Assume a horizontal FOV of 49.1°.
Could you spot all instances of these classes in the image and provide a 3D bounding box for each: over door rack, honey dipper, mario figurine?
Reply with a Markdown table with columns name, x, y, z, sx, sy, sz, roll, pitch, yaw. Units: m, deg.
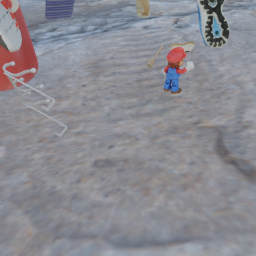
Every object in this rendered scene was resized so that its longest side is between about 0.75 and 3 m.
| name | x | y | z | sx | sy | sz | roll | pitch | yaw |
| --- | --- | --- | --- | --- | --- | --- | --- | --- | --- |
| over door rack | -2.009 | -0.693 | 6.386 | 1.657 | 1.224 | 0.552 | 39 | 69 | 22 |
| honey dipper | 0.930 | -2.418 | 9.412 | 0.201 | 0.201 | 1.057 | 18 | 57 | 23 |
| mario figurine | 1.421 | -1.676 | 8.025 | 0.815 | 1.320 | 0.700 | 7 | 35 | 2 |

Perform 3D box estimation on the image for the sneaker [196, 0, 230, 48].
| name | x | y | z | sx | sy | sz | roll | pitch | yaw |
| --- | --- | --- | --- | --- | --- | --- | --- | --- | --- |
| sneaker | 2.732 | -4.099 | 9.681 | 1.072 | 2.734 | 1.230 | -6 | 9 | -2 |

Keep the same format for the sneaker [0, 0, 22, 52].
| name | x | y | z | sx | sy | sz | roll | pitch | yaw |
| --- | --- | --- | --- | --- | --- | --- | --- | --- | --- |
| sneaker | -3.383 | -2.639 | 6.258 | 0.946 | 2.311 | 0.890 | -26 | 25 | 20 |

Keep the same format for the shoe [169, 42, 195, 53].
| name | x | y | z | sx | sy | sz | roll | pitch | yaw |
| --- | --- | --- | --- | --- | --- | --- | --- | --- | --- |
| shoe | 1.872 | -2.701 | 9.608 | 0.484 | 0.370 | 1.385 | -12 | 5 | 46 |

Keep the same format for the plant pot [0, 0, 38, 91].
| name | x | y | z | sx | sy | sz | roll | pitch | yaw |
| --- | --- | --- | --- | --- | --- | --- | --- | --- | --- |
| plant pot | -3.903 | -2.591 | 8.162 | 2.374 | 2.101 | 2.374 | 6 | 47 | -6 |

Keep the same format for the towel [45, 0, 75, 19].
| name | x | y | z | sx | sy | sz | roll | pitch | yaw |
| --- | --- | --- | --- | --- | --- | --- | --- | --- | --- |
| towel | -2.243 | -4.032 | 9.159 | 0.952 | 1.315 | 0.157 | -13 | 81 | -20 |

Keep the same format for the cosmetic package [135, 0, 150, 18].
| name | x | y | z | sx | sy | sz | roll | pitch | yaw |
| --- | --- | --- | --- | --- | --- | --- | --- | --- | --- |
| cosmetic package | 0.514 | -4.241 | 9.728 | 0.431 | 0.819 | 0.291 | 9 | 66 | 14 |
